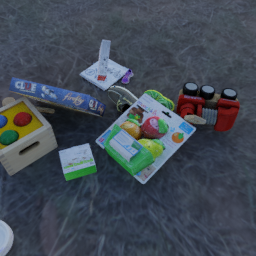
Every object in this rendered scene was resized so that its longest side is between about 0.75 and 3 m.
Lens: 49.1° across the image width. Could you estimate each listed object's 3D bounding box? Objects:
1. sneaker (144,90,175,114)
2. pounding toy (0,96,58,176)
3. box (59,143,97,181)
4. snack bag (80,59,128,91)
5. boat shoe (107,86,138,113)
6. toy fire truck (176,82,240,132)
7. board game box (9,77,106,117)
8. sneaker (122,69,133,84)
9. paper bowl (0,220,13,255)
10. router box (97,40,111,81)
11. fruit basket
[{"bbox_3d":[1.108,-1.001,10.626,1.354,0.501,0.566,31,53,22],"label":"sneaker"},{"bbox_3d":[-3.690,-0.354,9.569,2.535,1.320,2.886,-34,59,-24],"label":"pounding toy"},{"bbox_3d":[-1.612,1.066,8.950,1.005,0.486,0.887,-16,53,-13],"label":"box"},{"bbox_3d":[-0.984,-2.365,11.951,1.521,0.173,1.613,32,58,23],"label":"snack bag"},{"bbox_3d":[-0.019,-0.850,10.342,2.102,0.751,0.628,35,53,20],"label":"boat shoe"},{"bbox_3d":[2.659,-0.487,9.405,2.062,1.508,2.343,11,46,8],"label":"toy fire truck"},{"bbox_3d":[-2.366,-1.047,9.826,2.807,1.902,0.486,14,89,11],"label":"board game box"},{"bbox_3d":[-0.035,-2.172,11.684,0.311,0.341,0.772,20,55,14],"label":"sneaker"},{"bbox_3d":[-3.547,2.990,7.358,1.023,0.532,1.023,0,51,0],"label":"paper bowl"},{"bbox_3d":[-0.832,-2.239,9.415,0.282,1.035,1.154,6,89,-9],"label":"router box"},{"bbox_3d":[0.514,0.193,9.021,2.486,1.165,2.302,-46,63,-9],"label":"fruit basket"}]
